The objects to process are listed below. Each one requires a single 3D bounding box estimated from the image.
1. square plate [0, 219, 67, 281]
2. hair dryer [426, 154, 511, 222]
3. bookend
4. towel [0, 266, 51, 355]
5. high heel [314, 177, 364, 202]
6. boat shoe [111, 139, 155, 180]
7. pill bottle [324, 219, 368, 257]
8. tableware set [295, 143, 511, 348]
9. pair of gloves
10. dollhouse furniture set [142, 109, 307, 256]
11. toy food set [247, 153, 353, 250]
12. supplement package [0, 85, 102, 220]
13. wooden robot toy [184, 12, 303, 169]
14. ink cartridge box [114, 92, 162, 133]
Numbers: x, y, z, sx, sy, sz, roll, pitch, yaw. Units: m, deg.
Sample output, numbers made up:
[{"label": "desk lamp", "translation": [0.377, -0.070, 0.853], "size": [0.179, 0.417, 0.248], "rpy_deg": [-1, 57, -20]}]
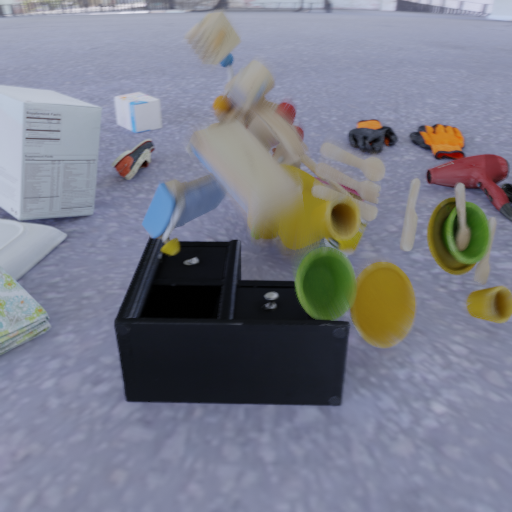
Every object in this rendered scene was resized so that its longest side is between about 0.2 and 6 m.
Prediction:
[{"label": "square plate", "translation": [-5.060, 0.045, 8.622], "size": [3.080, 0.438, 3.051], "rpy_deg": [7, 30, 11]}, {"label": "hair dryer", "translation": [4.634, -1.454, 11.049], "size": [2.543, 0.691, 1.937], "rpy_deg": [17, 34, 29]}, {"label": "bookend", "translation": [-0.227, 0.589, 6.923], "size": [2.428, 1.118, 2.412], "rpy_deg": [1, 29, 2]}, {"label": "towel", "translation": [-3.469, 0.743, 7.164], "size": [1.329, 0.320, 1.138], "rpy_deg": [37, 41, 23]}, {"label": "high heel", "translation": [0.951, -1.145, 10.500], "size": [2.072, 0.698, 0.994], "rpy_deg": [3, 16, -22]}, {"label": "boat shoe", "translation": [-2.639, -2.152, 12.513], "size": [0.513, 0.583, 1.639], "rpy_deg": [44, 29, -8]}, {"label": "pill bottle", "translation": [1.357, -0.329, 8.643], "size": [0.509, 0.915, 0.509], "rpy_deg": [14, 31, -9]}, {"label": "tableware set", "translation": [1.895, 0.071, 6.619], "size": [3.218, 2.168, 0.494], "rpy_deg": [18, -11, -28]}, {"label": "pair of gloves", "translation": [3.785, -3.039, 14.247], "size": [2.871, 0.355, 2.558], "rpy_deg": [4, 30, 9]}, {"label": "dollhouse furniture set", "translation": [-0.270, -0.655, 6.805], "size": [1.602, 1.697, 1.108], "rpy_deg": [-29, 74, -43]}, {"label": "toy food set", "translation": [0.591, -0.769, 9.503], "size": [1.505, 0.836, 2.559], "rpy_deg": [41, 35, 8]}, {"label": "supplement package", "translation": [-4.006, -1.928, 10.250], "size": [1.920, 2.008, 1.477], "rpy_deg": [27, 25, 38]}, {"label": "wooden robot toy", "translation": [-0.313, -2.113, 9.213], "size": [1.517, 3.343, 1.473], "rpy_deg": [-45, 50, -10]}, {"label": "ink cartridge box", "translation": [-3.304, -3.982, 15.456], "size": [0.820, 0.799, 1.276], "rpy_deg": [-22, 37, -34]}]
